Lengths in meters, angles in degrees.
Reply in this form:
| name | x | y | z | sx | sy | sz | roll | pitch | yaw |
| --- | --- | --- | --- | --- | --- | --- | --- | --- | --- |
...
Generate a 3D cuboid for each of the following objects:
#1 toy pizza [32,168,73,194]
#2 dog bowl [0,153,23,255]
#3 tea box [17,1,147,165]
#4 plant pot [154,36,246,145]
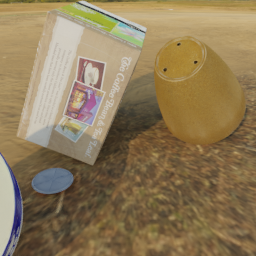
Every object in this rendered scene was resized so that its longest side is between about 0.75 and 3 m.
| name | x | y | z | sx | sy | sz | roll | pitch | yaw |
| --- | --- | --- | --- | --- | --- | --- | --- | --- | --- |
| toy pizza | -1.587 | 1.136 | 5.931 | 0.854 | 0.135 | 0.854 | 1 | 27 | -1 |
| dog bowl | -2.682 | 1.133 | 3.480 | 2.541 | 1.001 | 2.541 | 6 | 68 | -15 |
| tea box | -1.006 | -1.256 | 6.985 | 1.966 | 2.942 | 2.894 | 22 | 27 | -7 |
| plant pot | 1.528 | -1.014 | 6.721 | 2.216 | 2.377 | 2.216 | -11 | 64 | 24 |
